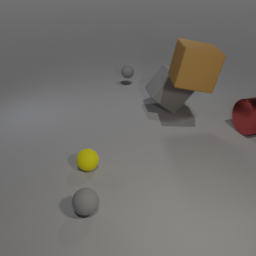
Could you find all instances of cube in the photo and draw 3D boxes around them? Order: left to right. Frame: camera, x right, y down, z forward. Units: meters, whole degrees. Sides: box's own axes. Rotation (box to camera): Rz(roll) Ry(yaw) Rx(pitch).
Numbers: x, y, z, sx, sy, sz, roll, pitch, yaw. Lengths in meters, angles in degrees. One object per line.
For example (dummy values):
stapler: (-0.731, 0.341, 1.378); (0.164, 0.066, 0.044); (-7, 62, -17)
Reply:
cube: (1.837, -1.756, 12.568); (1.400, 1.400, 1.400); (33, 18, -24)
cube: (2.363, -2.215, 9.907); (1.400, 1.400, 1.400); (8, 30, -7)

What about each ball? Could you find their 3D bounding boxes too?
ball: (-1.090, 1.888, 7.197); (0.700, 0.700, 0.700); (0, 29, 0)
ball: (-1.279, 1.004, 8.863); (0.700, 0.700, 0.700); (0, 29, 0)
ball: (-0.024, -3.081, 15.395); (0.700, 0.700, 0.700); (0, 29, 0)

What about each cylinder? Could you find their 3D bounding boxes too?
cylinder: (5.056, -0.507, 10.886); (1.400, 1.400, 1.400); (-9, 30, -16)
